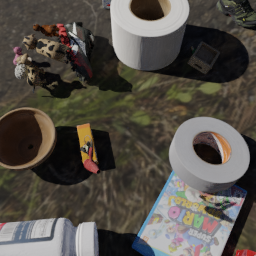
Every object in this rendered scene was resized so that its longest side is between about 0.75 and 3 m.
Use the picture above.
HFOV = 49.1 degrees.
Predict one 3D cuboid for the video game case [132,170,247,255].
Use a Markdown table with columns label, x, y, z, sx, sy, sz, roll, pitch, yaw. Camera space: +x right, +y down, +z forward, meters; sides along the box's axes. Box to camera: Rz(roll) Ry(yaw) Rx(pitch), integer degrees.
| label | x | y | z | sx | sy | sz | roll | pitch | yaw |
| --- | --- | --- | --- | --- | --- | --- | --- | --- | --- |
| video game case | 1.764 | 2.529 | 7.810 | 2.137 | 0.266 | 2.986 | 29 | 68 | 12 |

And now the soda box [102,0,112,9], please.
| label | x | y | z | sx | sy | sz | roll | pitch | yaw |
| --- | --- | --- | --- | --- | --- | --- | --- | --- | --- |
| soda box | -0.778 | -5.571 | 11.471 | 0.491 | 0.456 | 1.438 | -1 | 65 | 0 |

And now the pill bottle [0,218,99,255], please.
| label | x | y | z | sx | sy | sz | roll | pitch | yaw |
| --- | --- | --- | --- | --- | --- | --- | --- | --- | --- |
| pill bottle | -2.030 | 3.034 | 6.898 | 2.515 | 1.504 | 1.504 | -4 | 65 | -2 |

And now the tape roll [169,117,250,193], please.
| label | x | y | z | sx | sy | sz | roll | pitch | yaw |
| --- | --- | --- | --- | --- | --- | --- | --- | --- | --- |
| tape roll | 2.332 | 0.740 | 8.174 | 2.174 | 0.718 | 2.174 | 3 | 56 | -5 |

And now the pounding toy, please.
| label | x | y | z | sx | sy | sz | roll | pitch | yaw |
| --- | --- | --- | --- | --- | --- | --- | --- | --- | --- |
| pounding toy | 2.611 | -2.558 | 10.034 | 0.989 | 0.703 | 0.910 | 33 | 70 | 3 |

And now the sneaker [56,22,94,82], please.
| label | x | y | z | sx | sy | sz | roll | pitch | yaw |
| --- | --- | --- | --- | --- | --- | --- | --- | --- | --- |
| sneaker | -1.670 | -2.820 | 9.925 | 1.278 | 0.924 | 2.615 | -23 | 66 | -8 |

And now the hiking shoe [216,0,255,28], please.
| label | x | y | z | sx | sy | sz | roll | pitch | yaw |
| --- | --- | --- | --- | --- | --- | --- | --- | --- | --- |
| hiking shoe | 4.342 | -4.618 | 10.737 | 1.943 | 0.978 | 0.736 | 35 | 70 | 15 |

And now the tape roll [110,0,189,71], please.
| label | x | y | z | sx | sy | sz | roll | pitch | yaw |
| --- | --- | --- | --- | --- | --- | --- | --- | --- | --- |
| tape roll | 0.707 | -3.561 | 9.807 | 2.586 | 1.775 | 2.586 | 0 | 66 | 0 |

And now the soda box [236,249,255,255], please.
| label | x | y | z | sx | sy | sz | roll | pitch | yaw |
| --- | --- | --- | --- | --- | --- | --- | --- | --- | --- |
| soda box | 2.950 | 4.223 | 6.764 | 0.801 | 0.725 | 2.288 | 17 | 65 | 7 |

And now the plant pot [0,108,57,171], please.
| label | x | y | z | sx | sy | sz | roll | pitch | yaw |
| --- | --- | --- | --- | --- | --- | --- | --- | --- | --- |
| plant pot | -3.049 | 0.424 | 8.446 | 1.926 | 0.889 | 1.926 | 0 | 65 | 1 |

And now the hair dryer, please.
| label | x | y | z | sx | sy | sz | roll | pitch | yaw |
| --- | --- | --- | --- | --- | --- | --- | --- | --- | --- |
| hair dryer | -0.818 | 0.630 | 5.948 | 0.224 | 0.629 | 0.826 | -19 | 68 | -29 |

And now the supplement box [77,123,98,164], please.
| label | x | y | z | sx | sy | sz | roll | pitch | yaw |
| --- | --- | --- | --- | --- | --- | --- | --- | --- | --- |
| supplement box | -1.252 | 0.529 | 8.659 | 0.425 | 0.439 | 1.277 | -12 | 64 | -5 |

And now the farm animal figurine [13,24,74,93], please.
| label | x | y | z | sx | sy | sz | roll | pitch | yaw |
| --- | --- | --- | --- | --- | --- | --- | --- | --- | --- |
| farm animal figurine | -3.095 | -2.388 | 9.216 | 2.194 | 1.103 | 1.771 | -37 | 77 | 21 |
